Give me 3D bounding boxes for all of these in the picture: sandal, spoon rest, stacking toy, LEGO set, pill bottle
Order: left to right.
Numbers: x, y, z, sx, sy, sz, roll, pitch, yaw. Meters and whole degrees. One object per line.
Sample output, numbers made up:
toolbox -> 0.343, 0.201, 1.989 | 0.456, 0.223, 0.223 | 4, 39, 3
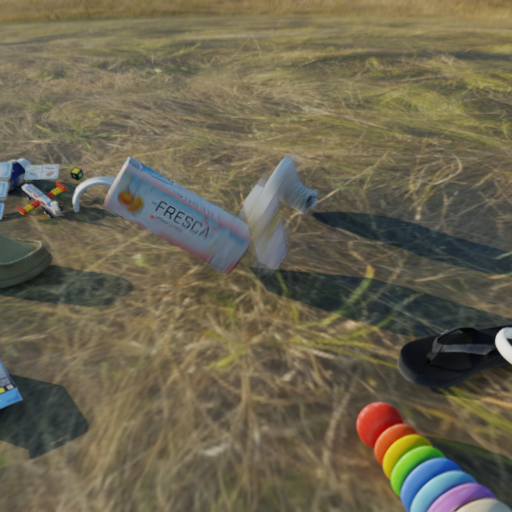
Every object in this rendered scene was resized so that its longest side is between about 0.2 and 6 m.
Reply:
pill bottle -> -6.228, -2.063, 14.233 | 0.629, 0.629, 1.133 | 8, 31, 14
LEGO set -> -5.387, -1.655, 13.086 | 2.511, 0.616, 1.876 | -3, 52, -7
spoon rest -> -3.200, -1.557, 13.306 | 2.293, 0.695, 1.139 | -11, 31, -17
stacking toy -> 1.836, 2.398, 6.294 | 0.905, 0.905, 2.119 | -10, 26, -16
sandal -> 3.188, 1.336, 8.383 | 2.442, 0.523, 0.928 | -10, 31, -17

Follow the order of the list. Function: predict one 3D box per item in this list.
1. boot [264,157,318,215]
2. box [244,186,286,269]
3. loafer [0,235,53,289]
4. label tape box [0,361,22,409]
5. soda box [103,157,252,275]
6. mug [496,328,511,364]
boot -> 0.859, -1.434, 12.004 | 1.079, 0.830, 2.257 | 34, 7, 4
box -> 0.179, -0.432, 9.444 | 0.407, 1.962, 0.380 | 26, 68, 19
loafer -> -5.339, -0.095, 10.393 | 3.008, 1.014, 1.144 | 1, 30, 2
label tape box -> -3.703, 1.898, 7.579 | 0.789, 0.364, 1.101 | -22, 39, -32
soda box -> -1.357, -0.710, 10.050 | 2.576, 0.819, 0.881 | 30, 16, -18
mug -> 3.977, 1.424, 7.571 | 1.473, 1.087, 1.291 | 22, 29, 7
